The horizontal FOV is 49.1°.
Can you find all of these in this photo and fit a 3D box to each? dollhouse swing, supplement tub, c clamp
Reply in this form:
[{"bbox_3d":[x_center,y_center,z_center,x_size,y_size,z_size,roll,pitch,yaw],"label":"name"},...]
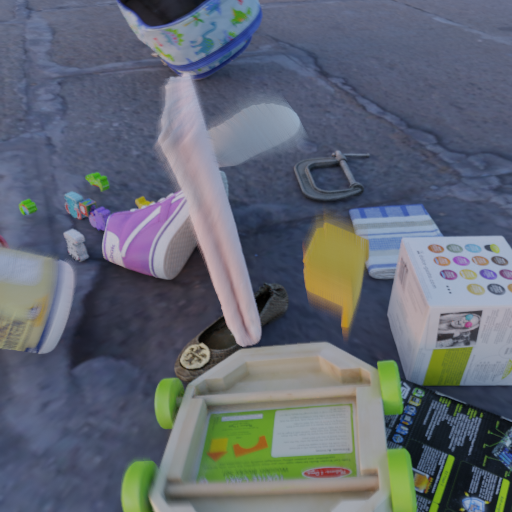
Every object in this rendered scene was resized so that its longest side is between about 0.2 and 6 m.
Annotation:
[{"bbox_3d":[0.792,0.229,5.775,0.707,0.684,0.778,23,47,5],"label":"dollhouse swing"},{"bbox_3d":[-3.277,0.500,6.944,1.709,1.234,1.234,14,30,-28],"label":"supplement tub"},{"bbox_3d":[1.603,-1.634,11.126,1.658,0.263,1.941,-1,37,-1],"label":"c clamp"}]

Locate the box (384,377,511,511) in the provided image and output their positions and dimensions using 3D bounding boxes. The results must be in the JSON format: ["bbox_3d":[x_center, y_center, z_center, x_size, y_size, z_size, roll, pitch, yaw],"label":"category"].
[{"bbox_3d":[2.006,2.366,5.612,1.996,0.491,2.066,20,41,22],"label":"box"}]

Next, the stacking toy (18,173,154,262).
[{"bbox_3d":[-2.949,-0.754,9.831,2.123,0.499,1.601,28,43,35],"label":"stacking toy"}]

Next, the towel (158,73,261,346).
[{"bbox_3d":[-0.626,-0.724,7.411,0.477,2.827,2.960,-16,30,1],"label":"towel"}]

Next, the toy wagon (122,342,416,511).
[{"bbox_3d":[0.115,2.079,5.335,2.666,0.680,3.436,-7,29,12],"label":"toy wagon"}]

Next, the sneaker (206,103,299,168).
[{"bbox_3d":[-0.125,-1.858,8.896,1.801,0.725,0.688,-14,76,21],"label":"sneaker"}]

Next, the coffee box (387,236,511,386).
[{"bbox_3d":[2.551,0.684,7.091,1.365,1.380,1.378,0,37,-1],"label":"coffee box"}]

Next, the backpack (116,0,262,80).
[{"bbox_3d":[-1.598,-6.529,15.136,3.326,2.671,3.635,-35,47,-1],"label":"backpack"}]

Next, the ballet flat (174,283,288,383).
[{"bbox_3d":[-0.282,0.948,7.495,0.700,0.482,2.079,28,45,32],"label":"ballet flat"}]

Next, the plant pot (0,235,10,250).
[{"bbox_3d":[-4.379,-0.041,8.522,0.985,0.985,0.881,-29,30,-33],"label":"plant pot"}]

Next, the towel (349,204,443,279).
[{"bbox_3d":[2.399,-0.271,9.347,1.441,0.233,1.962,-3,35,-1],"label":"towel"}]

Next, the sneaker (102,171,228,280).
[{"bbox_3d":[-1.546,-0.728,9.372,1.530,0.973,2.684,10,36,21],"label":"sneaker"}]
